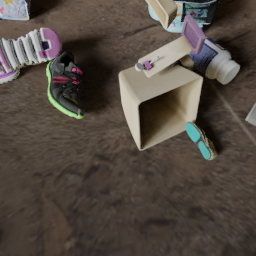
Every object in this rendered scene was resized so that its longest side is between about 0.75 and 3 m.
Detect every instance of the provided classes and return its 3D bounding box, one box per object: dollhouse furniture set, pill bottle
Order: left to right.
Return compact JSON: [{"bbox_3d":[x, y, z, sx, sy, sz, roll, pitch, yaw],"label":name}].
[{"bbox_3d":[0.539,-2.386,7.279,1.636,1.827,2.306,-30,79,-2],"label":"dollhouse furniture set"},{"bbox_3d":[2.719,-2.285,9.272,1.023,1.023,1.843,-32,61,-20],"label":"pill bottle"}]

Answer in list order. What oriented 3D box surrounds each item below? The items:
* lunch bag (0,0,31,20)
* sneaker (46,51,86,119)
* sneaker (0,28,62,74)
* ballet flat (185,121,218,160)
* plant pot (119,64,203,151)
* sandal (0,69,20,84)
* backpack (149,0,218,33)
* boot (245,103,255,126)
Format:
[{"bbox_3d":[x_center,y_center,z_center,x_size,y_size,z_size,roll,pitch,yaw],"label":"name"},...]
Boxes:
[{"bbox_3d":[-4.869,-5.140,11.184,1.781,1.132,1.510,-2,57,-13],"label":"lunch bag"},{"bbox_3d":[-1.828,-1.389,8.508,1.082,0.991,2.582,-41,55,26],"label":"sneaker"},{"bbox_3d":[-3.692,-2.444,9.261,2.959,1.308,1.190,-15,100,-15],"label":"sneaker"},{"bbox_3d":[2.098,0.337,7.905,0.475,0.428,1.261,-10,58,-34],"label":"ballet flat"},{"bbox_3d":[0.715,-0.842,7.889,1.891,1.893,1.676,-24,51,-15],"label":"plant pot"},{"bbox_3d":[-4.745,-1.693,9.122,2.300,0.565,0.936,-28,60,-21],"label":"sandal"},{"bbox_3d":[1.935,-4.689,10.431,2.373,1.787,2.107,4,53,-3],"label":"backpack"},{"bbox_3d":[4.474,0.209,7.638,2.510,0.911,2.282,33,48,13],"label":"boot"}]
